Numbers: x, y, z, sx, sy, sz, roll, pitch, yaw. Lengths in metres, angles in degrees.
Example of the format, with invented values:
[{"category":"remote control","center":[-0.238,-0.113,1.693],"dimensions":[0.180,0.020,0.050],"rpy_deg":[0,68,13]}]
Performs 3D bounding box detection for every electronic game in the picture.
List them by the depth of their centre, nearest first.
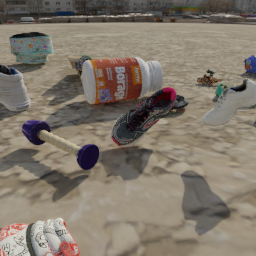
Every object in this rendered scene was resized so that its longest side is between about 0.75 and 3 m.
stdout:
[{"category":"electronic game","center":[1.362,-0.897,9.788],"dimensions":[1.475,0.307,1.475],"rpy_deg":[-3,20,1]}]

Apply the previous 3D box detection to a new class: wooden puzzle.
[{"category":"wooden puzzle","center":[-1.511,-2.840,13.111],"dimensions":[2.344,0.586,2.531],"rpy_deg":[0,4,-6]}]

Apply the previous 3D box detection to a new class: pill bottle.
[{"category":"pill bottle","center":[-0.197,-1.780,10.244],"dimensions":[2.743,1.539,1.539],"rpy_deg":[-9,26,-17]}]

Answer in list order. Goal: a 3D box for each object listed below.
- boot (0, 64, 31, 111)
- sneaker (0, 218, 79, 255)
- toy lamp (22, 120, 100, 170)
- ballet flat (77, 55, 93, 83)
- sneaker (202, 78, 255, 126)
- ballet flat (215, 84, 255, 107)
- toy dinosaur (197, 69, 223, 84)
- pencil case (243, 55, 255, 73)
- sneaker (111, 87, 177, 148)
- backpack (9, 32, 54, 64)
[{"category":"boot","center":[-4.459,-1.643,10.130],"dimensions":[2.881,1.377,1.060],"rpy_deg":[21,32,38]},{"category":"sneaker","center":[-1.124,1.913,3.154],"dimensions":[1.259,0.784,2.349],"rpy_deg":[-9,23,-12]},{"category":"toy lamp","center":[-1.684,0.294,6.565],"dimensions":[2.281,0.664,0.664],"rpy_deg":[18,30,34]},{"category":"ballet flat","center":[-1.816,-2.320,12.089],"dimensions":[0.843,0.843,2.343],"rpy_deg":[-2,-9,-5]},{"category":"sneaker","center":[2.284,-0.600,6.394],"dimensions":[1.463,0.637,0.545],"rpy_deg":[-38,31,24]},{"category":"ballet flat","center":[3.946,-1.276,10.272],"dimensions":[0.574,0.600,1.705],"rpy_deg":[-15,29,-33]},{"category":"toy dinosaur","center":[3.645,-2.138,12.446],"dimensions":[1.121,0.573,0.761],"rpy_deg":[19,40,-2]},{"category":"pencil case","center":[6.802,-3.067,13.832],"dimensions":[0.787,0.876,2.017],"rpy_deg":[-19,32,-37]},{"category":"sneaker","center":[0.382,-0.347,7.132],"dimensions":[2.050,0.766,0.827],"rpy_deg":[-42,82,-12]},{"category":"backpack","center":[-5.352,-4.540,15.824],"dimensions":[2.051,1.788,2.333],"rpy_deg":[-17,17,-41]}]
